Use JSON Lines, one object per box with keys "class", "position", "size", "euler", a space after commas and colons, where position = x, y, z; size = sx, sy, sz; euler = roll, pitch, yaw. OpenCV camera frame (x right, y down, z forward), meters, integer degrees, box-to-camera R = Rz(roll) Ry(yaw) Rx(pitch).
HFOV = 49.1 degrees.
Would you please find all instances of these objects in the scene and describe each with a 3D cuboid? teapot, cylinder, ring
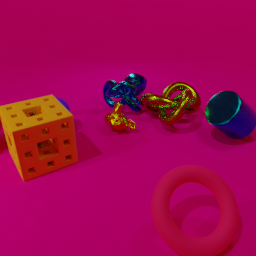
{"class": "teapot", "position": [0.163, -1.610, 10.225], "size": [1.484, 0.923, 0.727], "euler": [-19, 62, -37]}
{"class": "cylinder", "position": [2.874, -0.352, 7.811], "size": [1.052, 1.052, 1.052], "euler": [29, 13, -36]}
{"class": "ring", "position": [1.216, 1.464, 5.061], "size": [1.626, 0.325, 1.626], "euler": [4, 66, -8]}

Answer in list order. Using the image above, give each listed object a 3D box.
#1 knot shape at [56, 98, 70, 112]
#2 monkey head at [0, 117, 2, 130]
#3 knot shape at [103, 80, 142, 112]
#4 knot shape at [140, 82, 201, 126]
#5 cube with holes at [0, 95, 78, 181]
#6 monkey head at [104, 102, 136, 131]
{"class": "knot shape", "position": [-2.451, -0.355, 8.293], "size": [1.512, 0.747, 1.616], "euler": [-15, 23, 1]}
{"class": "monkey head", "position": [-3.948, -0.227, 7.255], "size": [1.265, 1.758, 1.059], "euler": [16, -16, -33]}
{"class": "knot shape", "position": [-0.117, -1.046, 9.423], "size": [1.425, 0.704, 1.523], "euler": [30, -17, -22]}
{"class": "knot shape", "position": [1.510, -0.852, 8.868], "size": [1.826, 0.901, 1.951], "euler": [-25, 26, -27]}
{"class": "cube with holes", "position": [-2.218, 0.179, 6.975], "size": [1.373, 1.373, 1.373], "euler": [-18, 36, -28]}
{"class": "monkey head", "position": [-0.269, -0.332, 8.377], "size": [1.117, 0.804, 0.673], "euler": [23, 4, 34]}
